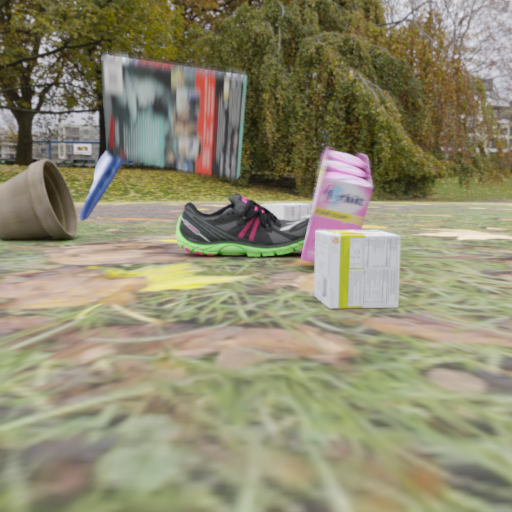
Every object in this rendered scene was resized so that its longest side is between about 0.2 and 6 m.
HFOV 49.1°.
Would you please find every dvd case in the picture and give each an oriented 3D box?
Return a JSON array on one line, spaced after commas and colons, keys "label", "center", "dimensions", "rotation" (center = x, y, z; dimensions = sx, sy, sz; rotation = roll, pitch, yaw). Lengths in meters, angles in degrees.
[{"label": "dvd case", "center": [-0.889, -1.473, 5.987], "dimensions": [1.535, 1.120, 0.169], "rotation": [10, 32, 7]}]

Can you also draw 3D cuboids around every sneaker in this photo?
[{"label": "sneaker", "center": [-0.108, -0.596, 10.634], "dimensions": [2.799, 1.172, 1.074], "rotation": [0, 7, -9]}]

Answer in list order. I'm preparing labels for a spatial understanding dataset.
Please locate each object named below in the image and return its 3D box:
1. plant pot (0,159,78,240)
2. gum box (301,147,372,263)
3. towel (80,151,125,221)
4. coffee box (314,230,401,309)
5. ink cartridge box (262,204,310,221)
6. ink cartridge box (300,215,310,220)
[{"label": "plant pot", "center": [-5.578, -1.183, 13.682], "dimensions": [1.729, 1.993, 1.993], "rotation": [-16, 7, 0]}, {"label": "gum box", "center": [1.392, -0.915, 9.602], "dimensions": [0.809, 1.388, 2.445], "rotation": [13, 23, 4]}, {"label": "towel", "center": [-3.131, -2.051, 12.053], "dimensions": [0.326, 2.014, 2.742], "rotation": [30, 19, -20]}, {"label": "coffee box", "center": [1.126, 0.127, 6.352], "dimensions": [0.797, 0.806, 0.805], "rotation": [-1, 7, -6]}, {"label": "ink cartridge box", "center": [0.850, -1.045, 15.723], "dimensions": [0.831, 0.835, 1.138], "rotation": [7, 9, 44]}, {"label": "ink cartridge box", "center": [1.792, -0.756, 14.411], "dimensions": [1.021, 0.580, 1.401], "rotation": [3, 8, 21]}]
